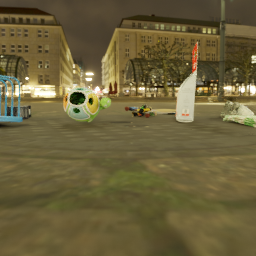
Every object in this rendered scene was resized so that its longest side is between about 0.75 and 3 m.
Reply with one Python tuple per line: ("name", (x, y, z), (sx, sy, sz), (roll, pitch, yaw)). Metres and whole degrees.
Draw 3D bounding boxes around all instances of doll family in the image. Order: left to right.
("doll family", (0.481, -0.692, 11.581), (1.407, 0.552, 0.813), (-2, 8, 33))

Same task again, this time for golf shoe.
("golf shoe", (4.089, -0.568, 10.579), (0.880, 0.709, 1.810), (20, 10, 0))

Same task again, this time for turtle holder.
("turtle holder", (-1.310, -0.689, 8.512), (1.373, 1.043, 0.975), (30, -10, 8))

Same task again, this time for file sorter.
("file sorter", (-4.113, -0.820, 7.971), (1.407, 1.244, 2.027), (-1, 4, -45))

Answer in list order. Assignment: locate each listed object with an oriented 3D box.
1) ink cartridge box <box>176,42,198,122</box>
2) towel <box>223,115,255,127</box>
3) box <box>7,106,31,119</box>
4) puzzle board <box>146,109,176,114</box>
("ink cartridge box", (2.024, -1.545, 9.835), (0.636, 2.536, 2.057), (1, 6, 9))
("towel", (4.038, -0.220, 8.437), (1.597, 0.245, 2.094), (-1, 5, -6))
("box", (-4.173, -0.609, 10.737), (0.780, 0.485, 0.786), (-1, 6, -10))
("puzzle board", (1.875, -0.836, 14.338), (1.564, 0.181, 2.075), (-5, 7, -31))
